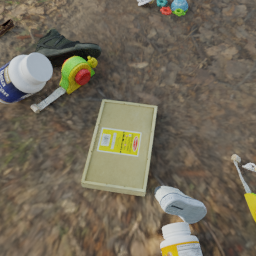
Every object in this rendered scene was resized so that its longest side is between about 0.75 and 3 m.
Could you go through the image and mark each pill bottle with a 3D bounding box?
[{"bbox_3d":[1.289,3.137,6.501,0.931,0.931,1.705,-7,59,-4],"label":"pill bottle"},{"bbox_3d":[-3.257,-1.527,8.563,2.089,1.160,1.160,-15,49,40],"label":"pill bottle"}]

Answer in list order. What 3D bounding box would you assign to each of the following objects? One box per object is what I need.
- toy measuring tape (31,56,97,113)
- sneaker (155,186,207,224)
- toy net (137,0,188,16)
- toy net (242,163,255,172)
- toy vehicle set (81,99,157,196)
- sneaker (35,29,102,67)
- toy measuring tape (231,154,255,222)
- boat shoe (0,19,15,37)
[{"bbox_3d":[-2.115,-1.594,9.253,2.751,1.012,1.012,-40,67,-19],"label":"toy measuring tape"},{"bbox_3d":[1.342,1.840,6.937,0.670,1.836,0.650,-45,42,9],"label":"sneaker"},{"bbox_3d":[1.252,-5.136,11.728,2.460,0.475,1.290,14,63,10],"label":"toy net"},{"bbox_3d":[3.625,1.130,7.446,1.074,0.564,0.207,17,83,32],"label":"toy net"},{"bbox_3d":[-0.175,0.483,8.393,1.791,0.382,2.882,8,60,5],"label":"toy vehicle set"},{"bbox_3d":[-2.184,-3.006,10.162,2.385,0.912,1.366,-8,66,2],"label":"sneaker"},{"bbox_3d":[3.587,1.743,7.312,0.981,0.981,2.666,-7,55,-4],"label":"toy measuring tape"},{"bbox_3d":[-4.953,-3.955,11.066,0.344,0.344,0.978,34,66,16],"label":"boat shoe"}]
